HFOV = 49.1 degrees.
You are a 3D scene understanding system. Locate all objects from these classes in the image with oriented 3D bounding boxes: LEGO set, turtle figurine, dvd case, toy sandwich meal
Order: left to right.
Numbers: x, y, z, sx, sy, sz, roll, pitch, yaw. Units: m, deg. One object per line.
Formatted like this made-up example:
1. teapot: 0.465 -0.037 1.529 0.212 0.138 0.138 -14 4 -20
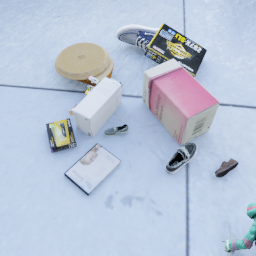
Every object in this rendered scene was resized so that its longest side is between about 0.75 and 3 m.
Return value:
1. LEGO set: -1.912 -1.288 12.112 0.732 0.904 1.966 27 80 37
2. toy sandwich meal: -2.021 -2.956 13.236 2.875 0.984 2.875 -2 52 3
3. dvd case: -1.298 1.479 10.385 1.273 0.157 1.784 34 61 22
4. turtle figurine: 4.010 3.359 8.275 2.221 1.493 2.966 -10 60 -7

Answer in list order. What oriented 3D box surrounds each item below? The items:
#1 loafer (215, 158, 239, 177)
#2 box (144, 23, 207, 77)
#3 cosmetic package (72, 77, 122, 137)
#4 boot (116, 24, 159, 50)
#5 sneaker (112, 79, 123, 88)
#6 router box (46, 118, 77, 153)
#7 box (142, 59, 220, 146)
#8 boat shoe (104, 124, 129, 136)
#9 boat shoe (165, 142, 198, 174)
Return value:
1. loafer: 3.567 1.455 10.309 1.080 0.394 0.383 -23 47 -24
2. box: 2.312 -3.623 13.388 2.582 0.637 2.062 31 56 -2
3. cosmetic package: -1.190 -0.871 11.461 0.900 1.252 2.218 28 56 19
4. boot: 0.817 -4.418 14.165 2.780 1.011 1.256 -2 57 -7
5. sneaker: -0.740 -1.741 12.558 0.722 0.451 1.225 22 54 23
6. router box: -2.665 0.280 11.155 1.001 0.333 1.273 -15 55 -11
7. box: 1.967 -1.057 11.210 1.555 1.824 2.853 -26 57 -18
8. boat shoe: -0.471 0.050 11.341 1.016 0.314 0.370 -11 54 -8
9. boat shoe: 2.027 1.009 10.468 1.686 0.576 0.622 -33 60 -22
